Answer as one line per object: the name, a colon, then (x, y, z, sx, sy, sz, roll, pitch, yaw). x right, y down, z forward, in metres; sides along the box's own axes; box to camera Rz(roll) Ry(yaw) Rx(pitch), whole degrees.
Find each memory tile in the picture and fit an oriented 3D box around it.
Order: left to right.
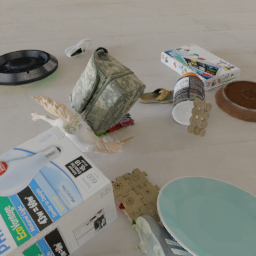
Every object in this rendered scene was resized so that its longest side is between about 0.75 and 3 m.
memory tile: (2.155, -0.305, 8.446, 0.824, 1.075, 0.090, 13, 2, -37)

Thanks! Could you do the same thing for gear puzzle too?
gear puzzle: (-0.738, -0.071, 8.736, 1.826, 0.239, 0.946, -20, 30, -6)
gear puzzle: (0.450, 1.933, 6.680, 1.149, 0.291, 2.218, -22, 48, -26)

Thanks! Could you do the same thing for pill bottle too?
pill bottle: (2.077, -1.095, 9.490, 1.045, 1.045, 1.967, 7, 44, 8)

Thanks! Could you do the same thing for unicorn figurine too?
unicorn figurine: (-1.343, 0.138, 7.753, 1.940, 2.824, 1.043, 12, 78, 28)

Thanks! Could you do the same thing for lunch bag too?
lunch bag: (-0.713, -0.987, 7.769, 1.580, 1.883, 1.312, 49, 41, 12)

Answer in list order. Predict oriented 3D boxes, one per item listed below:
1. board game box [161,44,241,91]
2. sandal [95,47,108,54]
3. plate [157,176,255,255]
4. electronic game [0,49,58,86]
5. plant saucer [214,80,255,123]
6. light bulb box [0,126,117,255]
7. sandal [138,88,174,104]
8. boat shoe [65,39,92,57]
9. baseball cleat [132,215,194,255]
board game box: (2.961, -2.654, 11.782, 1.822, 0.499, 2.886, -21, 45, -23)
sandal: (-1.289, -3.269, 12.614, 0.630, 0.355, 1.656, 5, 41, 5)
plate: (1.995, 2.013, 6.036, 2.860, 0.365, 2.860, 8, 25, -4)
electronic game: (-4.357, -2.511, 11.521, 2.937, 0.611, 2.937, -2, 36, 1)
plant saucer: (4.351, -1.074, 10.047, 2.363, 0.407, 2.363, 0, 40, 0)
light bulb box: (-1.863, 1.533, 6.054, 2.335, 1.457, 2.315, -32, 50, -26)
sandal: (1.120, -1.217, 10.156, 1.623, 0.438, 0.652, -3, 41, -7)
boat shoe: (-2.195, -3.646, 13.020, 1.467, 0.539, 0.490, -34, 62, -19)
baseball cleat: (1.188, 2.659, 5.497, 1.324, 0.868, 2.488, -18, 53, -28)
